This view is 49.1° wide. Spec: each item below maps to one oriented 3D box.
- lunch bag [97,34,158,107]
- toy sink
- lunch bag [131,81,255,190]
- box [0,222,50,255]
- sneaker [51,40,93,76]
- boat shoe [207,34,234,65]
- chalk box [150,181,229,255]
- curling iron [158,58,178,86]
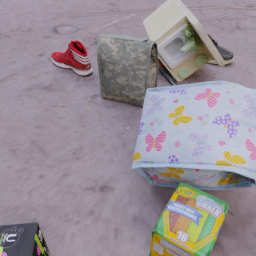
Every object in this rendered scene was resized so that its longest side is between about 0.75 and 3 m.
[{"bbox_3d":[0.017,-1.799,8.270,1.631,1.989,1.169,14,43,17],"label":"lunch bag"},{"bbox_3d":[1.701,-2.812,9.254,1.557,1.811,2.779,-36,36,20],"label":"toy sink"},{"bbox_3d":[1.453,0.207,5.679,2.301,1.463,1.951,-5,60,28],"label":"lunch bag"},{"bbox_3d":[-1.682,2.104,4.450,0.625,1.006,0.747,-3,41,-4],"label":"box"},{"bbox_3d":[-2.046,-2.692,9.973,1.952,1.127,0.765,24,46,26],"label":"sneaker"},{"bbox_3d":[2.861,-3.206,10.787,2.594,0.852,0.927,32,50,32],"label":"boat shoe"},{"bbox_3d":[1.145,1.686,4.992,0.944,0.940,1.518,21,45,22],"label":"chalk box"},{"bbox_3d":[1.329,-2.153,9.987,0.573,0.296,2.313,-7,41,-9],"label":"curling iron"}]
